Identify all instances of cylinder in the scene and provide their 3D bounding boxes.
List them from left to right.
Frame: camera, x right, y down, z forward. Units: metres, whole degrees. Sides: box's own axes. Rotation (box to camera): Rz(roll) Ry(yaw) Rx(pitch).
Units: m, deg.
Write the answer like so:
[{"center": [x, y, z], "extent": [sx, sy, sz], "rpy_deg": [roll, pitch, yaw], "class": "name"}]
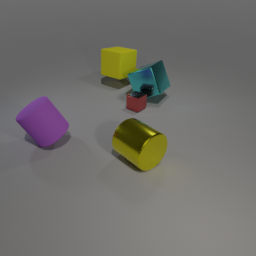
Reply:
[{"center": [-3.184, -0.236, 10.505], "extent": [1.400, 1.400, 1.400], "rpy_deg": [-26, 29, 16], "class": "cylinder"}, {"center": [0.400, 0.543, 9.690], "extent": [1.400, 1.400, 1.400], "rpy_deg": [-25, 39, -34], "class": "cylinder"}]

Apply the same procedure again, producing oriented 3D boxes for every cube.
[{"center": [-0.504, -3.559, 15.208], "extent": [1.400, 1.400, 1.400], "rpy_deg": [21, 30, 34], "class": "cube"}, {"center": [0.401, -1.262, 13.236], "extent": [0.700, 0.700, 0.700], "rpy_deg": [21, 36, 34], "class": "cube"}, {"center": [1.068, -2.383, 13.950], "extent": [1.400, 1.400, 1.400], "rpy_deg": [-10, 19, 35], "class": "cube"}]
